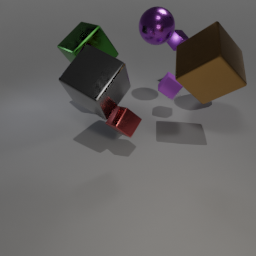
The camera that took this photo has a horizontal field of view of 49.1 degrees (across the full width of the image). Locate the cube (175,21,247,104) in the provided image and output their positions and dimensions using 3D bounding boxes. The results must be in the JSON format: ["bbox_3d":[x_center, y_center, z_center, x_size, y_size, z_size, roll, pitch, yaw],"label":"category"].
[{"bbox_3d":[2.323,-1.794,7.958,1.400,1.400,1.400,-25,45,40],"label":"cube"}]

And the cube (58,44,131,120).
[{"bbox_3d":[-0.929,-1.344,8.374,1.400,1.400,1.400,31,77,17],"label":"cube"}]

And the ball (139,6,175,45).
[{"bbox_3d":[1.107,-3.915,10.777,1.400,1.400,1.400,0,32,0],"label":"ball"}]

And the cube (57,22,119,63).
[{"bbox_3d":[-1.509,-2.943,10.602,1.400,1.400,1.400,-49,43,-8],"label":"cube"}]

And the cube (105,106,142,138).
[{"bbox_3d":[-0.142,-0.208,8.854,0.700,0.700,0.700,18,75,57],"label":"cube"}]

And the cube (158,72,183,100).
[{"bbox_3d":[1.673,-1.688,11.156,0.700,0.700,0.700,33,26,-11],"label":"cube"}]

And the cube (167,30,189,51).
[{"bbox_3d":[2.377,-4.187,13.374,0.700,0.700,0.700,-17,66,-44],"label":"cube"}]
